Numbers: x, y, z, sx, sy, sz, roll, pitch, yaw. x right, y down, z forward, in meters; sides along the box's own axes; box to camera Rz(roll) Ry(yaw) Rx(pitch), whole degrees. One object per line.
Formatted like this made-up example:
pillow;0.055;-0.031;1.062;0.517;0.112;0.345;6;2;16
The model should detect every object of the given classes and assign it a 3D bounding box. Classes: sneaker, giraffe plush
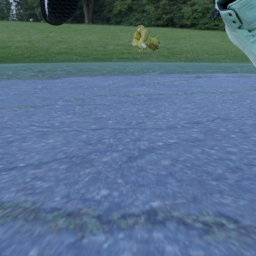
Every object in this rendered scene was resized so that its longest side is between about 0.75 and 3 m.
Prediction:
sneaker;-1.731;-3.231;6.410;1.033;2.295;0.803;-10;-20;36
giraffe plush;0.775;-3.273;10.573;0.849;0.904;1.048;-1;54;-34
sneaker;2.828;-1.975;5.907;1.614;1.007;2.737;29;21;-46
